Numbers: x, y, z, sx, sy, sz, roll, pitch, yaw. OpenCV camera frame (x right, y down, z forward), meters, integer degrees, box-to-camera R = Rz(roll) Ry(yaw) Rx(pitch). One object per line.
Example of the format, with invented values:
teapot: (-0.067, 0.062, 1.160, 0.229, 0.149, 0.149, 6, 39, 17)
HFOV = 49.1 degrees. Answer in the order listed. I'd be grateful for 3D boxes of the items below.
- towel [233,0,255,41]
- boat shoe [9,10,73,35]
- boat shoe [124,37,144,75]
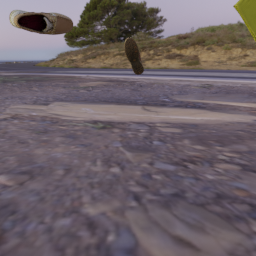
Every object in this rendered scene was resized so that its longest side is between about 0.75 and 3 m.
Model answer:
towel: (2.396, -1.641, 4.787, 0.645, 1.498, 0.135, -44, 16, -13)
boat shoe: (-2.620, -3.267, 8.845, 2.015, 0.746, 0.669, -9, 33, -31)
boat shoe: (0.249, -3.280, 12.697, 0.627, 1.741, 0.588, -18, 33, 7)
